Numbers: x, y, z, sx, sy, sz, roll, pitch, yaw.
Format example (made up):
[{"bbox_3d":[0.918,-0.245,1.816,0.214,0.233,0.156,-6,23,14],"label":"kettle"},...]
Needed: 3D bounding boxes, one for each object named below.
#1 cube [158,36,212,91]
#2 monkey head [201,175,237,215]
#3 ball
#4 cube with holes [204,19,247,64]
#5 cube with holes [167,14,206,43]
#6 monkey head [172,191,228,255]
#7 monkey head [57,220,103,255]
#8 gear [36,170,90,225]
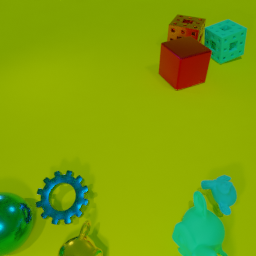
[{"bbox_3d":[2.113,-2.475,10.639,1.364,1.364,1.364,-18,46,-19],"label":"cube"},{"bbox_3d":[2.039,1.437,6.301,0.758,0.635,1.053,-4,24,12],"label":"monkey head"},{"bbox_3d":[-2.668,2.003,5.886,1.291,1.291,1.291,0,43,0],"label":"ball"},{"bbox_3d":[4.092,-3.685,11.893,1.189,1.189,1.189,-23,44,-10],"label":"cube with holes"},{"bbox_3d":[2.547,-4.054,12.372,1.303,1.303,1.303,17,45,17],"label":"cube with holes"},{"bbox_3d":[1.539,2.146,5.459,1.012,1.679,1.208,-31,17,-23],"label":"monkey head"},{"bbox_3d":[-1.045,2.500,5.321,0.858,1.025,1.424,28,80,34],"label":"monkey head"},{"bbox_3d":[-1.453,1.553,6.292,1.176,0.218,1.176,-2,69,5],"label":"gear"}]
